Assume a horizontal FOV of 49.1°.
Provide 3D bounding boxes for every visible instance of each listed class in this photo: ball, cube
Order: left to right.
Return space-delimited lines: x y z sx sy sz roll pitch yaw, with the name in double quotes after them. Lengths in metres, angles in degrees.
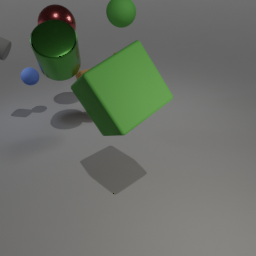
-3.886 -2.046 11.122 0.700 0.700 0.700 0 30 0 "ball"
-2.657 -3.864 10.480 1.400 1.400 1.400 0 30 0 "ball"
-0.181 -0.779 6.080 1.400 1.400 1.400 -37 11 -19 "cube"
-0.318 -5.448 13.138 1.400 1.400 1.400 0 30 0 "ball"

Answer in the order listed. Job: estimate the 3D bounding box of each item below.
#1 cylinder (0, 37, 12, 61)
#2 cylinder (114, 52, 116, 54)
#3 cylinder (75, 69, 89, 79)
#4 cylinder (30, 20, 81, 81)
-4.421 -2.746 9.462 0.700 0.700 0.700 23 26 -14 "cylinder"
-0.369 -2.689 11.668 0.700 0.700 0.700 21 9 -3 "cylinder"
-1.517 -1.754 10.304 0.700 0.700 0.700 -11 20 4 "cylinder"
-2.274 -2.456 9.007 1.400 1.400 1.400 1 71 -4 "cylinder"
